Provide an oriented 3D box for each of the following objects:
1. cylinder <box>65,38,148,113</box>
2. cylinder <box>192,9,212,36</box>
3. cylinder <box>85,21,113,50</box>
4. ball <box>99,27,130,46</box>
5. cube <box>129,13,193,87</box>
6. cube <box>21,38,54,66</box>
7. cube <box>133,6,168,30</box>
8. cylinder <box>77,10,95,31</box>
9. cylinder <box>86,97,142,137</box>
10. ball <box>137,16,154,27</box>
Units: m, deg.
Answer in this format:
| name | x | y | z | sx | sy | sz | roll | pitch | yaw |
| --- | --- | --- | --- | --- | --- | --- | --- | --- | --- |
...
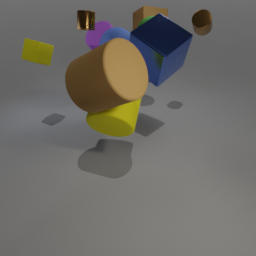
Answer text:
| name | x | y | z | sx | sy | sz | roll | pitch | yaw |
| --- | --- | --- | --- | --- | --- | --- | --- | --- | --- |
| cylinder | -0.491 | -1.162 | 6.488 | 1.400 | 1.400 | 1.400 | -12 | 15 | 42 |
| cylinder | 2.710 | -3.839 | 10.222 | 0.700 | 0.700 | 0.700 | 11 | -1 | 19 |
| cylinder | -1.043 | -3.994 | 13.095 | 1.400 | 1.400 | 1.400 | 20 | -9 | 32 |
| ball | -0.425 | -3.227 | 11.023 | 1.400 | 1.400 | 1.400 | 0 | 29 | 0 |
| cube | 0.973 | -2.492 | 8.997 | 1.400 | 1.400 | 1.400 | 41 | 64 | 18 |
| cube | -3.076 | -2.586 | 9.549 | 0.700 | 0.700 | 0.700 | 20 | 12 | 22 |
| cube | 1.143 | -5.438 | 14.687 | 1.400 | 1.400 | 1.400 | -3 | 8 | -22 |
| cylinder | -1.635 | -4.183 | 10.914 | 0.700 | 0.700 | 0.700 | 3 | 17 | -1 |
| cylinder | -0.371 | -0.654 | 8.138 | 1.400 | 1.400 | 1.400 | 7 | 65 | 12 |
| ball | 1.012 | -3.773 | 11.282 | 1.400 | 1.400 | 1.400 | 0 | 29 | 0 |
